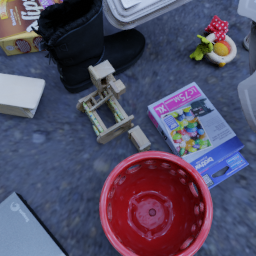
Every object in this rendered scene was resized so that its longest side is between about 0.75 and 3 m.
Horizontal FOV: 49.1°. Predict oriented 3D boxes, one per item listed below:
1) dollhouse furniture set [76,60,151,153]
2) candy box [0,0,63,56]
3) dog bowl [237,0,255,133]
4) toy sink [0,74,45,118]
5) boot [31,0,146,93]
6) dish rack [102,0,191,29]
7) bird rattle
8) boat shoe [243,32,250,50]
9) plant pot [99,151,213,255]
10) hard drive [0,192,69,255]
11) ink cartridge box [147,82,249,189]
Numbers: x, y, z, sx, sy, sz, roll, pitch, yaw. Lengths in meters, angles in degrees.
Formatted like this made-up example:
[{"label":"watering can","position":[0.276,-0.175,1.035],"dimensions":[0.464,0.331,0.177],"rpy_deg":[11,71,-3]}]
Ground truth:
[{"label":"dollhouse furniture set","position":[-0.399,-0.250,6.506],"dimensions":[1.045,1.663,1.880],"rpy_deg":[-31,70,-11]},{"label":"candy box","position":[-2.314,-3.136,8.165],"dimensions":[2.748,0.776,1.603],"rpy_deg":[-10,69,-2]},{"label":"dog bowl","position":[2.508,-1.148,4.484],"dimensions":[0.738,2.516,2.516],"rpy_deg":[2,62,41]},{"label":"toy sink","position":[-2.741,-0.794,7.238],"dimensions":[1.301,0.729,0.848],"rpy_deg":[8,68,9]},{"label":"boot","position":[-0.764,-2.237,6.893],"dimensions":[2.907,2.382,1.076],"rpy_deg":[-33,69,-12]},{"label":"dish rack","position":[0.270,-3.823,5.689],"dimensions":[2.548,0.646,2.969],"rpy_deg":[-23,109,5]},{"label":"bird rattle","position":[2.524,-2.363,8.025],"dimensions":[1.233,0.852,1.512],"rpy_deg":[44,61,4]},{"label":"boat shoe","position":[4.319,-2.654,8.048],"dimensions":[1.892,0.607,0.697],"rpy_deg":[-5,68,-2]},{"label":"plant pot","position":[0.478,1.652,5.646],"dimensions":[2.001,1.822,2.001],"rpy_deg":[0,68,-1]},{"label":"hard drive","position":[-2.857,2.960,5.864],"dimensions":[2.684,0.441,1.873],"rpy_deg":[-42,74,-15]},{"label":"ink cartridge box","position":[1.735,0.173,6.983],"dimensions":[1.486,0.523,2.491],"rpy_deg":[-28,72,-10]}]
